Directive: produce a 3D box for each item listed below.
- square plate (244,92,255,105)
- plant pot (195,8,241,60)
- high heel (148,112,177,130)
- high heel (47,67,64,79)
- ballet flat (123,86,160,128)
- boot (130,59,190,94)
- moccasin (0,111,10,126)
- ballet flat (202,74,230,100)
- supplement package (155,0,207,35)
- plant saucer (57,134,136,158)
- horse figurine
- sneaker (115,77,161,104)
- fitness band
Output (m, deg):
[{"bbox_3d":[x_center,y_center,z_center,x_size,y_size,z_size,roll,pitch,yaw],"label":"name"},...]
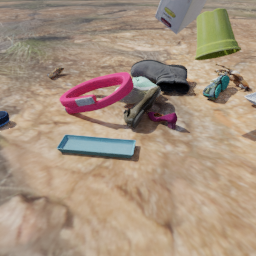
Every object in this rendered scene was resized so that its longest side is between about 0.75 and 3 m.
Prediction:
[{"bbox_3d":[5.744,-0.746,9.406,2.572,0.366,2.548,-16,35,-25],"label":"square plate"},{"bbox_3d":[1.685,-1.823,5.453,0.878,0.807,0.878,-9,4,1],"label":"plant pot"},{"bbox_3d":[1.066,-0.421,8.676,0.393,0.561,1.167,-27,40,-37],"label":"high heel"},{"bbox_3d":[-3.072,-2.373,12.123,0.815,0.291,0.581,-29,32,-14],"label":"high heel"},{"bbox_3d":[0.460,-0.789,9.111,0.547,0.794,2.358,26,43,12],"label":"ballet flat"},{"bbox_3d":[1.204,-2.024,11.111,2.456,0.857,1.617,2,35,10],"label":"boot"},{"bbox_3d":[-4.607,-0.273,8.324,1.963,0.669,0.790,-12,33,-19],"label":"moccasin"},{"bbox_3d":[3.319,-1.608,10.621,0.673,0.673,1.812,19,34,28],"label":"ballet flat"},{"bbox_3d":[1.478,-3.333,7.038,0.795,1.434,1.117,42,64,9],"label":"supplement package"},{"bbox_3d":[-0.829,0.497,7.535,2.036,0.193,0.712,5,31,7],"label":"plant saucer"},{"bbox_3d":[4.232,-2.179,11.538,1.262,0.475,1.904,18,24,-5],"label":"horse figurine"},{"bbox_3d":[0.180,-1.437,10.235,1.806,0.665,1.065,-6,36,-29],"label":"sneaker"},{"bbox_3d":[-1.069,-1.195,9.387,2.730,0.511,1.960,-1,32,39],"label":"fitness band"}]
